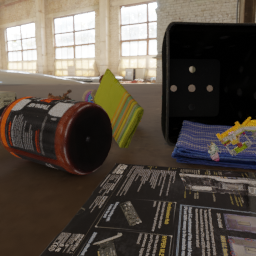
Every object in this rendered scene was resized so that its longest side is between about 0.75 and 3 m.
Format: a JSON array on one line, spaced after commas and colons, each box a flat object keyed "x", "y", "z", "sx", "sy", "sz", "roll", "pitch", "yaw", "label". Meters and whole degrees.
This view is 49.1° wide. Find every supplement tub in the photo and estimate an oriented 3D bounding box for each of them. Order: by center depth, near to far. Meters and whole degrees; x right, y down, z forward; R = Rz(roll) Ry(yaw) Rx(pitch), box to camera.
[{"x": -1.572, "y": 0.054, "z": 5.392, "sx": 2.412, "sy": 1.290, "sz": 1.290, "roll": 8, "pitch": 14, "yaw": 34, "label": "supplement tub"}]

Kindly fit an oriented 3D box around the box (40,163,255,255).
[{"x": 0.543, "y": 1.007, "z": 2.193, "sx": 2.041, "sy": 0.644, "sz": 2.589, "roll": 2, "pitch": 11, "yaw": 12, "label": "box"}]

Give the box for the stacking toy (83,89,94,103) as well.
[{"x": -1.307, "y": -1.309, "z": 13.709, "sx": 0.908, "sy": 0.908, "sz": 2.127, "roll": -10, "pitch": 20, "yaw": -40, "label": "stacking toy"}]

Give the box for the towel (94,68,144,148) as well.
[{"x": -0.314, "y": -0.608, "z": 7.283, "sx": 0.228, "sy": 1.087, "sz": 2.525, "roll": 14, "pitch": 25, "yaw": -31, "label": "towel"}]

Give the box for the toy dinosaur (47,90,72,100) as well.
[{"x": -3.423, "y": -1.273, "z": 13.492, "sx": 2.008, "sy": 0.862, "sz": 1.361, "roll": -5, "pitch": 17, "yaw": 3, "label": "toy dinosaur"}]

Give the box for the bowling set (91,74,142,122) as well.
[{"x": -0.597, "y": -0.896, "z": 9.380, "sx": 2.227, "sy": 1.550, "sz": 1.196, "roll": 5, "pitch": -11, "yaw": 2, "label": "bowling set"}]

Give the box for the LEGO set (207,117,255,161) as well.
[{"x": 1.799, "y": 0.170, "z": 4.160, "sx": 1.186, "sy": 0.441, "sz": 0.545, "roll": -29, "pitch": 16, "yaw": 38, "label": "LEGO set"}]

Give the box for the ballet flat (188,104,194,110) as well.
[{"x": 2.166, "y": -0.847, "z": 10.697, "sx": 1.049, "sy": 1.049, "sz": 2.871, "roll": -2, "pitch": 18, "yaw": -11, "label": "ballet flat"}]

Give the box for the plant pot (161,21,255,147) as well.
[{"x": 2.173, "y": -1.137, "z": 7.855, "sx": 2.891, "sy": 2.884, "sz": 2.564, "roll": -1, "pitch": 6, "yaw": -7, "label": "plant pot"}]

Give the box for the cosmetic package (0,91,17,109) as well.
[{"x": -5.205, "y": -0.804, "z": 10.226, "sx": 2.187, "sy": 1.130, "sz": 0.954, "roll": 6, "pitch": 11, "yaw": 23, "label": "cosmetic package"}]

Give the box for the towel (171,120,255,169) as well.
[{"x": 2.157, "y": 0.258, "z": 6.407, "sx": 2.048, "sy": 0.337, "sz": 2.828, "roll": 5, "pitch": 15, "yaw": 14, "label": "towel"}]
